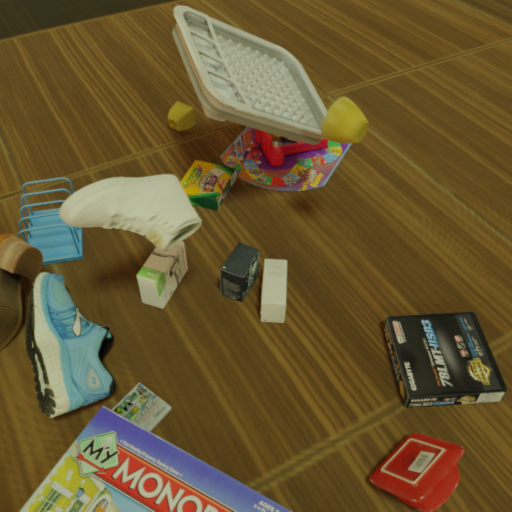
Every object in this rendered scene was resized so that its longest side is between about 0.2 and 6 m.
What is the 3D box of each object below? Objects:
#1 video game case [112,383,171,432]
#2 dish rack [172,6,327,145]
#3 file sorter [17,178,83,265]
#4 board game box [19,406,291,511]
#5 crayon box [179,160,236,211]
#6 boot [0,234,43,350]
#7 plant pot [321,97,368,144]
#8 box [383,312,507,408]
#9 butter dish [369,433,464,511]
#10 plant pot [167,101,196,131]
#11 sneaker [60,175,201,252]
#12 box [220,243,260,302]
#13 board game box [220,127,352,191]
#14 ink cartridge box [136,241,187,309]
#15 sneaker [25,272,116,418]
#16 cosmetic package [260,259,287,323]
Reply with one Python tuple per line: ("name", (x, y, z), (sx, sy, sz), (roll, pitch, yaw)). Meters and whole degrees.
("video game case", (-1.946, 2.595, 9.212), (0.756, 0.091, 0.829), (30, 56, 24))
("dish rack", (-0.110, -3.487, 11.401), (3.403, 0.741, 2.921), (5, 51, -39))
("file sorter", (-4.328, -0.739, 11.742), (1.118, 0.988, 1.611), (-10, 48, -8))
("board game box", (-1.148, 4.223, 7.276), (4.408, 0.642, 2.966), (22, 53, 19))
("crayon box", (-1.158, -1.661, 13.032), (1.052, 0.356, 1.220), (14, 48, 13))
("boot", (-5.195, 0.683, 10.426), (1.933, 0.955, 2.489), (13, 77, 35))
("plant pot", (1.617, -2.304, 9.880), (0.572, 0.806, 0.806), (36, 56, 25))
("box", (3.232, 1.775, 9.785), (1.673, 0.419, 1.685), (-1, 46, -3))
("butter dish", (2.450, 3.277, 8.146), (1.129, 0.834, 1.126), (-35, 11, -25))
("plant pot", (-2.013, -3.615, 14.770), (0.558, 0.562, 0.575), (28, 60, 24))
("sneaker", (-1.830, -0.579, 8.672), (2.080, 0.766, 1.202), (-18, 62, -36))
("box", (-0.312, 0.317, 10.883), (0.493, 0.783, 0.796), (20, 51, 17))
("board game box", (0.847, -3.000, 14.073), (2.774, 0.684, 3.511), (20, 50, 18))
("ink cartridge box", (-1.799, 0.311, 10.860), (0.475, 0.823, 1.132), (15, 49, 14))
("sneaker", (-3.246, 1.471, 9.831), (1.346, 1.173, 2.992), (-1, 42, -31))
("cosmetic package", (0.336, 0.660, 10.692), (0.472, 0.598, 1.112), (3, 48, 0))
